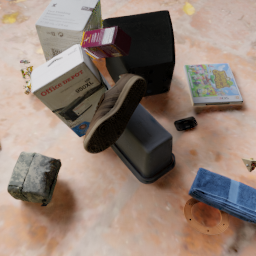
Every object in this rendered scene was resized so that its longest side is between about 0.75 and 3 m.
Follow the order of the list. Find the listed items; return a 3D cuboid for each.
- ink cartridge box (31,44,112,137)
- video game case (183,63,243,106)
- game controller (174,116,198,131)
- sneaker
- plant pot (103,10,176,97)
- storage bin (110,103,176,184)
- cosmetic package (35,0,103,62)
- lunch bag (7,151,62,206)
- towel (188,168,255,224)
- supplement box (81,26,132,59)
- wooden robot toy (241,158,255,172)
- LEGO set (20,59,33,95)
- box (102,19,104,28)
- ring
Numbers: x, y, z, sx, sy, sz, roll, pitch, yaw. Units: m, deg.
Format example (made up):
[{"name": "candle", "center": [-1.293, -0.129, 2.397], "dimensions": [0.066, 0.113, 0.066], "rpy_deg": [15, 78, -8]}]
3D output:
[{"name": "ink cartridge box", "center": [-1.749, -1.209, 9.994], "dimensions": [2.031, 2.809, 1.183], "rpy_deg": [-29, 47, 10]}, {"name": "video game case", "center": [3.737, -1.983, 12.514], "dimensions": [2.154, 0.261, 2.367], "rpy_deg": [-3, 55, -2]}, {"name": "game controller", "center": [2.342, -0.171, 11.334], "dimensions": [0.932, 0.196, 0.486], "rpy_deg": [-15, 71, -10]}, {"name": "sneaker", "center": [-0.563, -0.505, 9.172], "dimensions": [1.111, 1.036, 2.941], "rpy_deg": [30, 79, 45]}, {"name": "plant pot", "center": [0.605, -2.817, 11.642], "dimensions": [2.765, 2.772, 2.459], "rpy_deg": [-12, 59, -8]}, {"name": "storage bin", "center": [0.573, 0.311, 9.991], "dimensions": [1.921, 1.772, 2.639], "rpy_deg": [-31, 61, -19]}, {"name": "cosmetic package", "center": [-2.579, -4.541, 13.112], "dimensions": [2.188, 2.190, 2.654], "rpy_deg": [10, 56, 7]}, {"name": "lunch bag", "center": [-3.048, 1.701, 9.404], "dimensions": [1.357, 1.128, 1.618], "rpy_deg": [4, 54, 9]}, {"name": "towel", "center": [3.294, 2.167, 9.309], "dimensions": [2.328, 0.565, 1.300], "rpy_deg": [21, 44, 15]}, {"name": "supplement box", "center": [-0.766, -2.879, 9.544], "dimensions": [1.542, 0.851, 0.660], "rpy_deg": [5, 80, 36]}, {"name": "wooden robot toy", "center": [5.300, 1.820, 9.631], "dimensions": [2.852, 1.256, 1.294], "rpy_deg": [9, 91, 5]}, {"name": "LEGO set", "center": [-4.557, -2.188, 12.484], "dimensions": [0.605, 0.748, 1.626], "rpy_deg": [-7, 83, 14]}, {"name": "box", "center": [-0.090, -4.183, 13.388], "dimensions": [2.014, 1.276, 2.091], "rpy_deg": [-10, 53, -6]}, {"name": "ring", "center": [2.515, 2.809, 9.029], "dimensions": [1.459, 0.140, 1.459], "rpy_deg": [3, 38, -2]}]
